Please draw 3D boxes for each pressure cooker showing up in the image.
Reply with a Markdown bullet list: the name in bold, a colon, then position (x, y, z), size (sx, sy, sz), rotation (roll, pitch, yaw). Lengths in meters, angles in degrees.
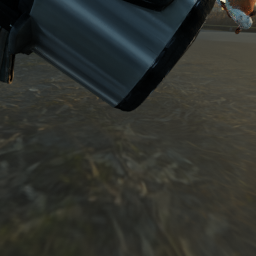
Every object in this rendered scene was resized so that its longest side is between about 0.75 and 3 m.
- **pressure cooker**: position (-0.446, -1.808, 4.080), size (2.700, 2.411, 2.374), rotation (35, 19, -9)

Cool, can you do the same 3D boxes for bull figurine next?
- **bull figurine**: position (2.949, -3.441, 7.470), size (1.245, 0.668, 2.051), rotation (37, 60, -5)

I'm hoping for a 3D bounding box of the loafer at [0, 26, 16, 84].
- **loafer**: position (-2.446, -1.743, 5.922), size (0.668, 2.122, 0.763), rotation (34, 44, -18)
